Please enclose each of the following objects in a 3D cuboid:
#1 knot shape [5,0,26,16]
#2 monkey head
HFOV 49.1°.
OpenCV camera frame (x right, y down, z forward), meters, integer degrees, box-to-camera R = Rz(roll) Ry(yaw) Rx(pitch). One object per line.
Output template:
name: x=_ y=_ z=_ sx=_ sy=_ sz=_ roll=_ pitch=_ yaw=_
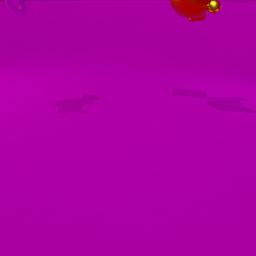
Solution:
knot shape: x=-3.171 y=-3.835 z=7.979 sx=0.614 sy=1.244 sz=1.329 roll=4 pitch=-4 yaw=-26
monkey head: x=1.952 y=-3.924 z=8.268 sx=1.954 sy=1.406 sz=1.177 roll=36 pitch=2 yaw=14
